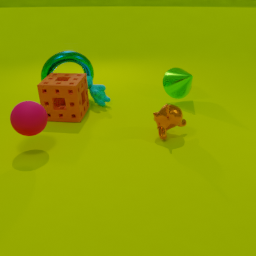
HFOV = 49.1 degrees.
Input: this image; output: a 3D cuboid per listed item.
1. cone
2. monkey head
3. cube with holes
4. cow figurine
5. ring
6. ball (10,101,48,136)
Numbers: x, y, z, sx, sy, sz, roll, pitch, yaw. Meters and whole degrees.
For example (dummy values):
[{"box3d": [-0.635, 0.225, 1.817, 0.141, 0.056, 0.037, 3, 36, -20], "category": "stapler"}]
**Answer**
[{"box3d": [2.028, -1.729, 10.030, 1.201, 1.201, 1.205, -8, -1, -16], "category": "cone"}, {"box3d": [1.152, -0.175, 7.754, 0.783, 0.935, 1.299, -18, -28, 28], "category": "monkey head"}, {"box3d": [-2.039, -1.016, 9.111, 1.215, 1.215, 1.215, 2, 29, 7], "category": "cube with holes"}, {"box3d": [-1.219, -1.326, 10.102, 0.601, 1.094, 1.076, -43, 38, -25], "category": "cow figurine"}, {"box3d": [-2.190, -1.895, 10.251, 1.943, 1.943, 0.389, -10, 43, -20], "category": "ring"}, {"box3d": [-2.453, -0.235, 6.954, 0.882, 0.882, 0.882, 0, 26, 0], "category": "ball"}]
